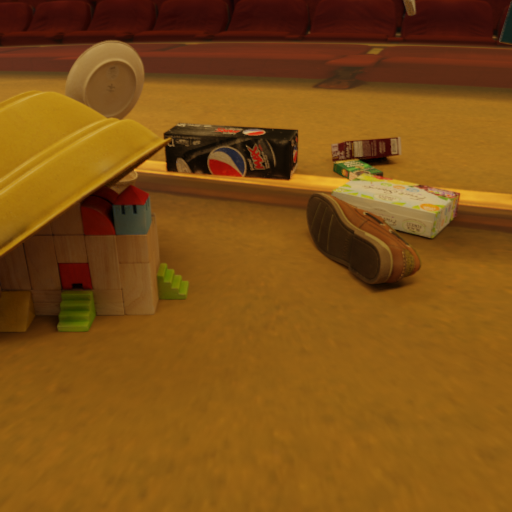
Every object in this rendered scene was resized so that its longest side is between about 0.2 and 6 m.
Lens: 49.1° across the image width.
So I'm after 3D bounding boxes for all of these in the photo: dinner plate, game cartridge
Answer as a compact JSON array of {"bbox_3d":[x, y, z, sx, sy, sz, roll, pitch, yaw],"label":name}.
[{"bbox_3d":[-2.826,-3.225,10.754,0.213,1.761,1.761,38,42,27],"label":"dinner plate"},{"bbox_3d":[2.963,-5.199,10.945,0.183,0.902,0.601,-9,-18,28],"label":"game cartridge"}]

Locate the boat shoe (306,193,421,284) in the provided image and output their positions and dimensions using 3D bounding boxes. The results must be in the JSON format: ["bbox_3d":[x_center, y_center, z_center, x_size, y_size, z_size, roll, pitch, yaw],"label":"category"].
[{"bbox_3d":[1.662,-0.292,9.108,0.853,0.903,2.509,-4,33,-23],"label":"boat shoe"}]

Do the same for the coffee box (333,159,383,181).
[{"bbox_3d":[2.373,-1.982,13.149,0.700,0.251,1.139,-10,28,-19],"label":"coffee box"}]

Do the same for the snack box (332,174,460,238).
[{"bbox_3d":[2.678,-1.015,10.818,2.051,0.543,1.459,17,31,31],"label":"snack box"}]

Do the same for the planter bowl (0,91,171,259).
[{"bbox_3d":[-3.159,-1.117,7.671,3.814,1.589,3.814,-34,13,9],"label":"planter bowl"}]

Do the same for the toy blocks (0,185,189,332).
[{"bbox_3d":[-2.592,-0.335,7.528,3.202,2.189,1.600,0,26,-1],"label":"toy blocks"}]

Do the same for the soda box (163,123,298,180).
[{"bbox_3d":[-0.586,-2.522,13.418,3.092,0.979,1.094,6,28,13],"label":"soda box"}]

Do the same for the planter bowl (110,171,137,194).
[{"bbox_3d":[-3.039,-1.278,10.804,1.327,0.893,1.327,14,21,-6],"label":"planter bowl"}]

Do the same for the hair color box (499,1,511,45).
[{"bbox_3d":[3.679,-2.927,7.008,0.806,0.488,1.612,22,34,25],"label":"hair color box"}]

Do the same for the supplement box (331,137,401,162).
[{"bbox_3d":[2.761,-2.673,14.082,1.538,0.468,0.837,-6,7,-14],"label":"supplement box"}]
